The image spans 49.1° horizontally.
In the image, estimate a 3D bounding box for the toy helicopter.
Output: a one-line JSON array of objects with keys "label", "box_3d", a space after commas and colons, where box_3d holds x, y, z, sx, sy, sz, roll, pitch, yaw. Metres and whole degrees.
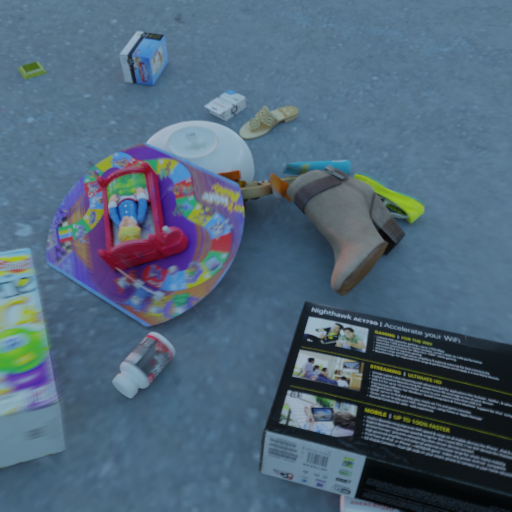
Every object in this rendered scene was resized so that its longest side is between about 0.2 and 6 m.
[{"label": "toy helicopter", "box_3d": [0.306, -1.337, 10.681, 2.026, 0.799, 1.340, -17, 13, -39]}]

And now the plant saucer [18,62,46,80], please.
[{"label": "plant saucer", "box_3d": [-5.722, -4.754, 14.281, 0.571, 0.137, 0.572, -26, 54, -21]}]

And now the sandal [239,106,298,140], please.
[{"label": "sandal", "box_3d": [0.271, -3.190, 12.665, 1.591, 0.523, 0.583, -28, 55, -22]}]

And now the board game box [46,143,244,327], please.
[{"label": "board game box", "box_3d": [-2.072, -0.674, 9.671, 3.736, 0.727, 2.952, 27, 75, 23]}]

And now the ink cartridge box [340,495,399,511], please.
[{"label": "ink cartridge box", "box_3d": [1.464, 2.993, 7.295, 0.700, 0.404, 0.959, 5, 39, 4]}]

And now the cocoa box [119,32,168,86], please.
[{"label": "cocoa box", "box_3d": [-2.775, -4.934, 13.996, 0.778, 0.790, 1.185, 10, 50, 9]}]

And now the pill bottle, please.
[{"label": "pill bottle", "box_3d": [-1.709, 1.656, 8.456, 0.524, 0.524, 0.946, 27, 56, 21]}]

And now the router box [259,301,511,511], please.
[{"label": "router box", "box_3d": [2.072, 2.038, 7.501, 3.539, 0.904, 2.640, 12, 35, 10]}]

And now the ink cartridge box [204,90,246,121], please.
[{"label": "ink cartridge box", "box_3d": [-0.726, -3.469, 13.056, 0.519, 0.299, 0.896, 33, 57, 25]}]

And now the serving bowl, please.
[{"label": "serving bowl", "box_3d": [-1.265, -2.017, 11.462, 2.480, 0.816, 2.480, 0, 48, 0]}]

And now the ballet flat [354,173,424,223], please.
[{"label": "ballet flat", "box_3d": [2.491, -1.103, 10.917, 1.560, 0.521, 0.523, 30, 81, 22]}]

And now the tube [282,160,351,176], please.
[{"label": "tube", "box_3d": [1.231, -1.783, 11.414, 1.358, 0.526, 0.342, -2, 72, -10]}]

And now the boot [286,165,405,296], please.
[{"label": "boot", "box_3d": [1.372, -0.592, 9.813, 2.064, 0.992, 2.823, 42, 36, 13]}]

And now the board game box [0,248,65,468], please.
[{"label": "board game box", "box_3d": [-3.682, 1.404, 7.897, 1.399, 1.425, 2.716, -9, 50, -23]}]
